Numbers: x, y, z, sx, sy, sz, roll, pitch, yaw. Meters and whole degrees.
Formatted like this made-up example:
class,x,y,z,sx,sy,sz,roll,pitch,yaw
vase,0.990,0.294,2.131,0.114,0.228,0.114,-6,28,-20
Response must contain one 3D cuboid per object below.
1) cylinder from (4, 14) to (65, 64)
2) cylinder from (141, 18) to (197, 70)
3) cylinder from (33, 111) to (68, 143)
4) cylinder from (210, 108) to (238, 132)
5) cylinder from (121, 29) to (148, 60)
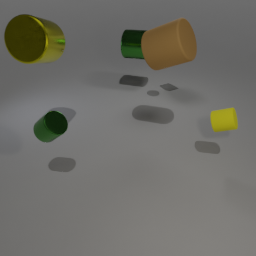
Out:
class,x,y,z,sx,sy,sz,roll,pitch,yaw
cylinder,-2.886,-2.756,8.847,1.400,1.400,1.400,5,15,9
cylinder,1.391,-2.786,9.444,1.400,1.400,1.400,-8,22,37
cylinder,-2.111,-0.030,7.643,0.700,0.700,0.700,-27,7,44
cylinder,3.089,-0.254,8.995,0.700,0.700,0.700,-10,24,30
cylinder,0.509,-4.186,14.074,1.400,1.400,1.400,9,32,16
